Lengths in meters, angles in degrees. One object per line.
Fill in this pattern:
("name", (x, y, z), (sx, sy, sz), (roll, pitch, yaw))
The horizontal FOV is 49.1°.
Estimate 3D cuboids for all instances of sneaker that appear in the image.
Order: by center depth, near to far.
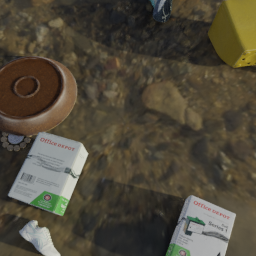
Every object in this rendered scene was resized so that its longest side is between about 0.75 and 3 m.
("sneaker", (-2.163, 2.836, 7.116), (1.264, 0.445, 0.507), (34, 67, 15))
("sneaker", (1.155, -4.823, 10.469), (1.044, 0.939, 2.418), (9, 58, 15))

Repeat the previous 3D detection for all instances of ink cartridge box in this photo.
("ink cartridge box", (1.814, 2.714, 7.017), (1.228, 0.709, 1.681), (22, 67, 10))
("ink cartridge box", (-2.084, 1.207, 7.586), (1.381, 0.783, 1.884), (16, 69, 13))

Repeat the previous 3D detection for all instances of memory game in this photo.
("memory game", (-3.390, 0.276, 8.490), (0.923, 0.059, 0.923), (0, 66, 0))

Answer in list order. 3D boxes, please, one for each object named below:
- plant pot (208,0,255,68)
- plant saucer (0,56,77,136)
("plant pot", (3.827, -2.991, 9.167), (1.680, 1.669, 1.718), (-8, 71, -4))
("plant saucer", (-3.148, -1.199, 8.899), (2.995, 0.516, 2.995), (1, 64, -1))
